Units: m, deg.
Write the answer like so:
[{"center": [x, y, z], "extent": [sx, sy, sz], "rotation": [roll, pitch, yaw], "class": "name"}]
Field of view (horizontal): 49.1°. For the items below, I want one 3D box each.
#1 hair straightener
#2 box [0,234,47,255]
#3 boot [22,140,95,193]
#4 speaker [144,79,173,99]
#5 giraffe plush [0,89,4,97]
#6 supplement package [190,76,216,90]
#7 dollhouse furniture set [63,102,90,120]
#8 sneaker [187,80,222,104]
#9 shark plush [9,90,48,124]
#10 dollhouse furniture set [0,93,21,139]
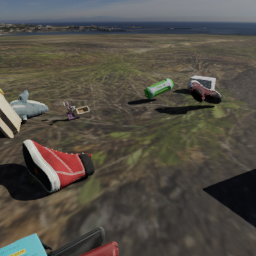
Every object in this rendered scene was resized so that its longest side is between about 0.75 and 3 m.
[{"center": [-1.242, 1.918, 3.818], "extent": [2.166, 0.443, 0.834], "rotation": [-19, 28, -28], "class": "hair straightener"}, {"center": [-0.938, 2.054, 2.779], "extent": [0.793, 0.473, 1.926], "rotation": [-16, 39, -33], "class": "box"}, {"center": [-1.571, 0.691, 6.395], "extent": [1.260, 0.632, 1.747], "rotation": [-18, 37, -38], "class": "boot"}, {"center": [1.257, -1.604, 11.389], "extent": [1.162, 0.514, 0.514], "rotation": [-26, 31, -18], "class": "speaker"}, {"center": [-5.456, -1.217, 10.248], "extent": [1.412, 1.502, 1.741], "rotation": [-29, 41, -12], "class": "giraffe plush"}, {"center": [3.391, -1.989, 12.767], "extent": [0.996, 0.604, 0.596], "rotation": [14, 26, 29], "class": "supplement package"}, {"center": [-1.678, -0.742, 9.353], "extent": [0.770, 0.610, 0.546], "rotation": [-19, -13, -29], "class": "dollhouse furniture set"}, {"center": [2.849, -1.116, 10.391], "extent": [1.512, 0.572, 0.873], "rotation": [24, 37, -11], "class": "sneaker"}, {"center": [-3.576, -0.499, 9.151], "extent": [0.899, 0.980, 2.157], "rotation": [36, 24, 5], "class": "shark plush"}, {"center": [-4.614, 0.130, 8.058], "extent": [2.619, 1.279, 2.233], "rotation": [-29, 31, 1], "class": "dollhouse furniture set"}]
